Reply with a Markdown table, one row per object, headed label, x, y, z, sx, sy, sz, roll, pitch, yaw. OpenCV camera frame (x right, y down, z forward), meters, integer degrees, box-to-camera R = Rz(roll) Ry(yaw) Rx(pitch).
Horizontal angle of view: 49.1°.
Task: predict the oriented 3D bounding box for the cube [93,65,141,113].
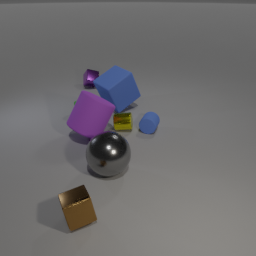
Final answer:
| label | x | y | z | sx | sy | sz | roll | pitch | yaw |
| --- | --- | --- | --- | --- | --- | --- | --- | --- | --- |
| cube | -0.510 | -1.840 | 13.085 | 1.400 | 1.400 | 1.400 | -39 | 42 | -15 |

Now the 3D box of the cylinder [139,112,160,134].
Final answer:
| label | x | y | z | sx | sy | sz | roll | pitch | yaw |
| --- | --- | --- | --- | --- | --- | --- | --- | --- | --- |
| cylinder | 0.868 | -0.214 | 11.328 | 0.700 | 0.700 | 0.700 | 9 | 29 | 17 |

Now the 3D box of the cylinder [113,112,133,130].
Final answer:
| label | x | y | z | sx | sy | sz | roll | pitch | yaw |
| --- | --- | --- | --- | --- | --- | --- | --- | --- | --- |
| cylinder | -0.190 | -0.268 | 11.348 | 0.700 | 0.700 | 0.700 | -4 | 27 | 8 |

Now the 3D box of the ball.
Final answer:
| label | x | y | z | sx | sy | sz | roll | pitch | yaw |
| --- | --- | --- | --- | --- | --- | --- | --- | --- | --- |
| ball | -0.603 | 0.796 | 8.667 | 1.400 | 1.400 | 1.400 | 0 | 28 | 0 |

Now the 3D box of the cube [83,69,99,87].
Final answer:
| label | x | y | z | sx | sy | sz | roll | pitch | yaw |
| --- | --- | --- | --- | --- | --- | --- | --- | --- | --- |
| cube | -2.079 | -2.802 | 15.779 | 0.700 | 0.700 | 0.700 | 7 | -21 | -27 |

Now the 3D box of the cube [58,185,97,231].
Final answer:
| label | x | y | z | sx | sy | sz | roll | pitch | yaw |
| --- | --- | --- | --- | --- | --- | --- | --- | --- | --- |
| cube | -1.256 | 1.966 | 6.950 | 0.700 | 0.700 | 0.700 | -19 | 24 | -16 |

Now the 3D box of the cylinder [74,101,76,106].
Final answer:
| label | x | y | z | sx | sy | sz | roll | pitch | yaw |
| --- | --- | --- | --- | --- | --- | --- | --- | --- | --- |
| cylinder | -1.931 | -0.998 | 12.448 | 0.700 | 0.700 | 0.700 | -25 | 27 | 7 |

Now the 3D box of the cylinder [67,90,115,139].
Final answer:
| label | x | y | z | sx | sy | sz | roll | pitch | yaw |
| --- | --- | --- | --- | --- | --- | --- | --- | --- | --- |
| cylinder | -1.392 | -0.494 | 10.550 | 1.400 | 1.400 | 1.400 | 27 | 9 | -4 |
